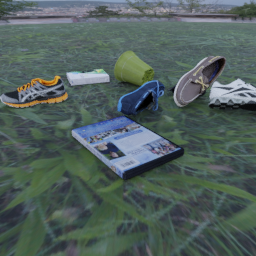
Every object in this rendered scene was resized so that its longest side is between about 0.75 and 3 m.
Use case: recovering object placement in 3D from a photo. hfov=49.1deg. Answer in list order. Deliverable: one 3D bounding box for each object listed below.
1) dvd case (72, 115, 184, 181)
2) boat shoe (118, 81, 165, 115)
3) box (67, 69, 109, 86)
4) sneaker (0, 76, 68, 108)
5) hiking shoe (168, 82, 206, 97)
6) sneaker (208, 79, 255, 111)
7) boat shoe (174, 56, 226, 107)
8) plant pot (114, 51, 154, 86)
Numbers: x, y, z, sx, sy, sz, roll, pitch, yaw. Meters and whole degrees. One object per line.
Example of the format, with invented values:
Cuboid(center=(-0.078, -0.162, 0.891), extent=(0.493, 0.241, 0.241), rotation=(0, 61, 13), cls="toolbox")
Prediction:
Cuboid(center=(-0.086, 0.390, 7.846), extent=(1.967, 0.242, 2.757), rotation=(-17, 30, -32), cls="dvd case")
Cuboid(center=(0.647, -0.918, 9.826), extent=(0.827, 1.013, 2.408), rotation=(28, 45, 28), cls="boat shoe")
Cuboid(center=(-1.953, -2.474, 13.548), extent=(1.844, 0.335, 1.331), rotation=(-8, 28, -18), cls="box")
Cuboid(center=(-3.597, -1.414, 10.725), extent=(2.445, 0.944, 0.957), rotation=(-12, 30, -20), cls="sneaker")
Cuboid(center=(2.414, -1.475, 11.413), extent=(1.502, 0.569, 0.756), rotation=(14, 38, 43), cls="hiking shoe")
Cuboid(center=(4.185, -1.220, 9.862), extent=(2.530, 1.120, 0.937), rotation=(6, -15, 8), cls="sneaker")
Cuboid(center=(2.746, -1.823, 10.590), extent=(2.650, 0.952, 0.789), rotation=(-45, 20, -22), cls="boat shoe")
Cuboid(center=(0.390, -2.549, 12.766), extent=(1.417, 1.493, 1.493), rotation=(34, 40, 29), cls="plant pot")
